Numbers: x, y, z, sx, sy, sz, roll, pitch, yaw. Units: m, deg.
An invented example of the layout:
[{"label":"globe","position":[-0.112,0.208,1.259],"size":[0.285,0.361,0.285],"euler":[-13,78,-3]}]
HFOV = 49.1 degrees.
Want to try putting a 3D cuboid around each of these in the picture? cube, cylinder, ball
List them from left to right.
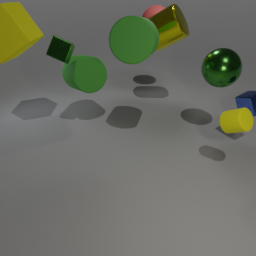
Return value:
[{"label":"cube","position":[-4.052,-3.294,9.650],"size":[1.400,1.400,1.400],"euler":[-30,20,16]},{"label":"cube","position":[-2.313,-2.688,9.678],"size":[0.700,0.700,0.700],"euler":[23,7,-7]},{"label":"cylinder","position":[-1.756,-2.185,11.233],"size":[1.400,1.400,1.400],"euler":[-17,22,-26]},{"label":"cylinder","position":[0.234,-2.831,8.971],"size":[1.400,1.400,1.400],"euler":[6,21,10]},{"label":"ball","position":[1.331,-5.026,13.189],"size":[1.400,1.400,1.400],"euler":[0,31,0]},{"label":"cylinder","position":[1.593,-4.128,11.561],"size":[1.400,1.400,1.400],"euler":[-20,20,31]},{"label":"ball","position":[3.364,-2.158,10.085],"size":[1.400,1.400,1.400],"euler":[0,31,0]},{"label":"cylinder","position":[3.265,-0.214,8.443],"size":[0.700,0.700,0.700],"euler":[-24,7,-34]},{"label":"cube","position":[4.359,-0.876,9.916],"size":[0.700,0.700,0.700],"euler":[-26,18,-22]}]
